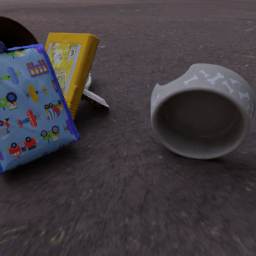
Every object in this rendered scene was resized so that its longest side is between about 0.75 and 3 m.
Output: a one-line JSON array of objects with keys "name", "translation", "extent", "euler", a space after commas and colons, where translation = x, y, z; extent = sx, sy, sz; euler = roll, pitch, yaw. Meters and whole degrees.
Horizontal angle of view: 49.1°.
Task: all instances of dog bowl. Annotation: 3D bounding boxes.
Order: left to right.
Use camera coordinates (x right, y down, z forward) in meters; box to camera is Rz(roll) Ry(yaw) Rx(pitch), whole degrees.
[{"name": "dog bowl", "translation": [1.657, -0.240, 6.520], "extent": [2.459, 2.459, 0.721], "euler": [7, 44, 13]}]

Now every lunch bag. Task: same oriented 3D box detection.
[{"name": "lunch bag", "translation": [-2.570, -0.641, 6.496], "extent": [2.012, 2.672, 1.257], "euler": [-24, 23, -30]}]

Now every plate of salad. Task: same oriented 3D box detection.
[{"name": "plate of salad", "translation": [-1.343, -1.023, 9.213], "extent": [1.577, 0.379, 1.577], "euler": [31, 5, -3]}]

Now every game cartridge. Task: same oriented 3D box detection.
[{"name": "game cartridge", "translation": [-2.098, -1.623, 8.611], "extent": [2.290, 2.598, 0.421], "euler": [18, -1, 41]}]

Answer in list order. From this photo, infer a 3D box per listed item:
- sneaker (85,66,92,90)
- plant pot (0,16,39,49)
[{"name": "sneaker", "translation": [-2.035, -2.334, 10.675], "extent": [1.206, 0.784, 2.088], "euler": [19, 41, -32]}, {"name": "plant pot", "translation": [-4.175, -2.135, 9.050], "extent": [2.106, 1.969, 1.969], "euler": [-25, 12, 39]}]
